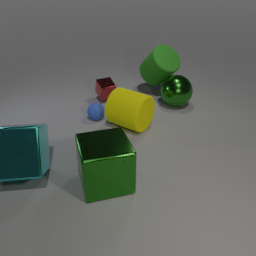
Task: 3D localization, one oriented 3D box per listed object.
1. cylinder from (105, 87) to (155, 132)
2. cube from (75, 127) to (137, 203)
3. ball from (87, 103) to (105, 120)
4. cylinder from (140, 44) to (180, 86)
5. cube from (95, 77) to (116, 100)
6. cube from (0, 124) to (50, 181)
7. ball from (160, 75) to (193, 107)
[{"bbox_3d":[0.087,-0.696,10.592,1.400,1.400,1.400,20,36,28],"label":"cylinder"},{"bbox_3d":[-0.636,0.981,7.776,1.400,1.400,1.400,-9,31,-14],"label":"cube"},{"bbox_3d":[-1.296,-0.669,11.298,0.700,0.700,0.700,0,30,0],"label":"ball"},{"bbox_3d":[1.450,-2.867,12.897,1.400,1.400,1.400,9,68,-23],"label":"cylinder"},{"bbox_3d":[-1.020,-1.781,12.681,0.700,0.700,0.700,-15,52,-24],"label":"cube"},{"bbox_3d":[-3.064,0.637,7.920,1.400,1.400,1.400,-4,4,-6],"label":"cube"},{"bbox_3d":[2.113,-1.612,12.217,1.400,1.400,1.400,0,30,0],"label":"ball"}]
